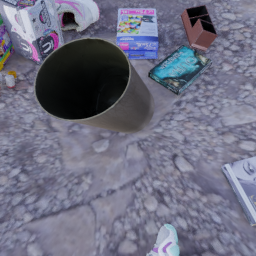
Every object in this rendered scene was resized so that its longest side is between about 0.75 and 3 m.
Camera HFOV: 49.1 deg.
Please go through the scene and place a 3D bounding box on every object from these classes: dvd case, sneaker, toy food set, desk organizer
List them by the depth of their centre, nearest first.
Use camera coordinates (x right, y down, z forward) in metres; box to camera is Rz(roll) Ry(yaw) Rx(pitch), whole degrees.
[{"bbox_3d":[0.116,3.078,5.827,1.688,0.938,2.413,11,55,7],"label":"sneaker"},{"bbox_3d":[3.848,1.463,7.428,2.244,0.179,1.669,-13,56,-9],"label":"dvd case"},{"bbox_3d":[-4.374,-1.359,9.267,1.550,0.697,0.740,-23,42,-36],"label":"toy food set"},{"bbox_3d":[2.686,-3.942,10.718,0.733,0.787,2.044,11,52,-21],"label":"desk organizer"},{"bbox_3d":[-2.695,-4.695,11.135,2.936,1.194,1.295,18,55,13],"label":"sneaker"}]

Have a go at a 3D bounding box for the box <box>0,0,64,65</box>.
[{"bbox_3d":[-3.260,-3.488,9.651,1.465,2.216,1.272,27,59,18],"label":"box"}]

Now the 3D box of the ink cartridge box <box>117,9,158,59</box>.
[{"bbox_3d":[0.359,-3.709,10.872,1.566,0.551,2.624,0,57,1],"label":"ink cartridge box"}]

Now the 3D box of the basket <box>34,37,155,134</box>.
[{"bbox_3d":[-0.510,-0.821,7.234,2.491,2.763,1.879,1,80,25],"label":"basket"}]

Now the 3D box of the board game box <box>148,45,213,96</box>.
[{"bbox_3d":[1.857,-2.092,9.863,1.348,0.281,1.993,37,62,23],"label":"board game box"}]

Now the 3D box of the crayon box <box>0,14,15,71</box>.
[{"bbox_3d":[-4.590,-3.314,9.808,0.595,1.762,2.043,11,56,7],"label":"crayon box"}]
